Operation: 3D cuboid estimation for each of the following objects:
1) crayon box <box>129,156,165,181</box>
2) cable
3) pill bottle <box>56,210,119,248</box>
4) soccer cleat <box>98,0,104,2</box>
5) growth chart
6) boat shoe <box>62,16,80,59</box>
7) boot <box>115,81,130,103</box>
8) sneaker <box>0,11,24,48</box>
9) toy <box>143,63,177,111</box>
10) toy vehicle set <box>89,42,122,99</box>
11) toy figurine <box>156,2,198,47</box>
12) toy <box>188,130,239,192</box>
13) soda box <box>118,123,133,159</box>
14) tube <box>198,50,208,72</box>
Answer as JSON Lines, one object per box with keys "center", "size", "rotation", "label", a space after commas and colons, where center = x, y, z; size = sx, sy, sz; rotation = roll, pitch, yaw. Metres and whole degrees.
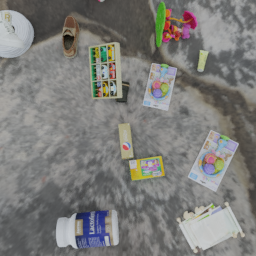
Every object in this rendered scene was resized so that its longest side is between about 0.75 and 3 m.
{"center": [0.564, 1.226, 8.478], "size": [1.019, 0.297, 0.605], "rotation": [-8, 79, -2], "label": "crayon box"}
{"center": [-3.964, -3.116, 9.226], "size": [1.606, 0.556, 1.606], "rotation": [26, 80, 5], "label": "cable"}
{"center": [-1.104, 2.837, 7.823], "size": [1.634, 0.946, 0.946], "rotation": [-6, 79, -1], "label": "pill bottle"}
{"center": [-0.755, -5.459, 9.578], "size": [1.001, 0.810, 2.318], "rotation": [-5, 78, -2], "label": "soccer cleat"}
{"center": [2.404, 2.860, 8.224], "size": [1.725, 0.153, 1.248], "rotation": [-19, 79, -4], "label": "growth chart"}
{"center": [-1.897, -3.057, 9.225], "size": [0.567, 0.537, 1.496], "rotation": [-4, 79, -1], "label": "boat shoe"}
{"center": [-0.471, -1.150, 8.941], "size": [1.009, 0.391, 0.698], "rotation": [3, 83, 2], "label": "boot"}
{"center": [-3.084, -2.523, 7.063], "size": [1.432, 0.527, 0.827], "rotation": [26, 108, 30], "label": "sneaker"}
{"center": [1.036, -1.371, 8.985], "size": [0.844, 0.346, 1.465], "rotation": [13, 79, 3], "label": "toy"}
{"center": [-0.613, -1.511, 7.556], "size": [0.896, 0.191, 1.443], "rotation": [0, 96, 31], "label": "toy vehicle set"}
{"center": [1.639, -3.335, 9.193], "size": [1.277, 1.041, 1.387], "rotation": [1, 100, -9], "label": "toy figurine"}
{"center": [2.625, 0.967, 8.487], "size": [0.957, 0.392, 1.662], "rotation": [27, 80, 6], "label": "toy"}
{"center": [-0.065, 0.405, 8.624], "size": [0.364, 0.344, 1.074], "rotation": [-6, 79, -1], "label": "soda box"}
{"center": [2.452, -2.231, 9.250], "size": [0.218, 0.195, 0.753], "rotation": [27, 71, -34], "label": "tube"}
